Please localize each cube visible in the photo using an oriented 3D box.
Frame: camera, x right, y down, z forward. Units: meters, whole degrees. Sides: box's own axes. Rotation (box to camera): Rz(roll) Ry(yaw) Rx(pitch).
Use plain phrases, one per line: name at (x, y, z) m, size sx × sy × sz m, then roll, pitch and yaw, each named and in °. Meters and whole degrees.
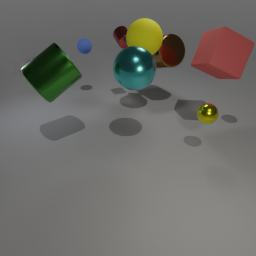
cube at (3.447, -2.711, 10.356) m, size 1.400 × 1.400 × 1.400 m, roll 20°, pitch 4°, yaw -18°

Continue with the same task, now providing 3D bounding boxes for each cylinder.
cylinder at (1.615, -3.424, 12.654) m, size 1.400 × 1.400 × 1.400 m, roll -15°, pitch 14°, yaw -24°
cylinder at (-0.207, -3.933, 12.144) m, size 0.700 × 0.700 × 0.700 m, roll -14°, pitch 56°, yaw -22°
cylinder at (-2.459, -1.784, 9.104) m, size 1.400 × 1.400 × 1.400 m, roll -40°, pitch 39°, yaw -3°

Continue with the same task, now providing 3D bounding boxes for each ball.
ball at (0.628, -3.451, 10.736) m, size 1.400 × 1.400 × 1.400 m, roll 0°, pitch 30°, yaw 0°
ball at (-2.034, -3.817, 13.072) m, size 0.700 × 0.700 × 0.700 m, roll 0°, pitch 30°, yaw 0°
ball at (0.212, -1.911, 8.993) m, size 1.400 × 1.400 × 1.400 m, roll 0°, pitch 30°, yaw 0°
ball at (2.660, -0.476, 9.343) m, size 0.700 × 0.700 × 0.700 m, roll 0°, pitch 30°, yaw 0°
